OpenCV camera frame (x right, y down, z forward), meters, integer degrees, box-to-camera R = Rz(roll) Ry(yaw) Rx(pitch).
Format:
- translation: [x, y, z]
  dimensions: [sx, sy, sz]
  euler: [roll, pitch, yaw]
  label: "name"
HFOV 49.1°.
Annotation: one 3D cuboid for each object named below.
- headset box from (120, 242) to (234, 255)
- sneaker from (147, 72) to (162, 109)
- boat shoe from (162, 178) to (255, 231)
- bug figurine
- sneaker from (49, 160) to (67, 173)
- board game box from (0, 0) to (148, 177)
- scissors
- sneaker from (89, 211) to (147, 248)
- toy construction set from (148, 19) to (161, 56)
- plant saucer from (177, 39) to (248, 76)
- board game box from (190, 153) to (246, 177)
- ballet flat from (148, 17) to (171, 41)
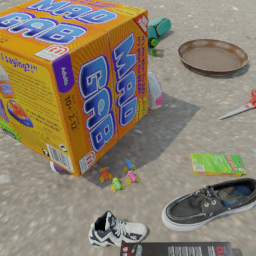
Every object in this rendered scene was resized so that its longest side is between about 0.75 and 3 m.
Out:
- translation: [0.978, 2.918, 4.773]
  dimensions: [2.298, 0.862, 1.708]
  euler: [-3, 34, 7]
  label: "headset box"
- translation: [0.053, -1.402, 9.783]
  dimensions: [1.296, 1.195, 2.937]
  euler: [-25, 39, -24]
  label: "sneaker"
- translation: [1.973, 1.683, 6.511]
  dimensions: [2.449, 0.811, 0.856]
  euler: [-9, 43, -9]
  label: "boat shoe"
- translation: [-0.196, 1.228, 7.426]
  dimensions: [1.057, 0.272, 0.820]
  euler: [-20, 46, -21]
  label: "bug figurine"
- translation: [-1.483, 0.434, 7.890]
  dimensions: [0.820, 0.710, 1.874]
  euler: [-8, 48, 20]
  label: "sneaker"
- translation: [-1.527, -1.283, 7.047]
  dimensions: [2.991, 2.988, 2.989]
  euler: [24, 48, 27]
  label: "board game box"
- translation: [4.290, -0.740, 9.660]
  dimensions: [2.813, 0.196, 1.029]
  euler: [-32, 53, -32]
  label: "scissors"
- translation: [-0.219, 2.134, 6.000]
  dimensions: [1.278, 0.831, 0.510]
  euler: [-1, 43, -1]
  label: "sneaker"
- translation: [-0.235, -3.617, 12.010]
  dimensions: [2.435, 2.031, 1.871]
  euler: [-36, 35, -23]
  label: "toy construction set"
- translation: [3.561, -3.010, 11.996]
  dimensions: [2.934, 0.471, 2.934]
  euler: [0, 43, 0]
  label: "plant saucer"
- translation: [2.465, 1.010, 7.731]
  dimensions: [1.393, 0.209, 0.666]
  euler: [1, 43, 4]
  label: "board game box"
- translation: [1.083, -4.560, 13.551]
  dimensions: [0.970, 0.928, 2.757]
  euler: [3, 35, 41]
  label: "ballet flat"
